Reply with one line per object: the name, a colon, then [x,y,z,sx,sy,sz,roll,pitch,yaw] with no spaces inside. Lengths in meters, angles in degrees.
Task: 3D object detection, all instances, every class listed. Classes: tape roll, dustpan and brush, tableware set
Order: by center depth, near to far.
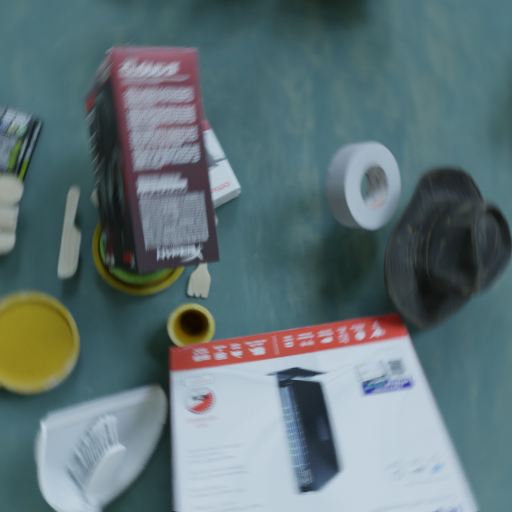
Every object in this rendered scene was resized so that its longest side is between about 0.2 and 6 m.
tape roll: [1.583,-1.022,8.243,1.235,0.408,1.235,-5,98,-38]
dustpan and brush: [-2.460,3.422,8.446,0.833,2.033,2.912,45,122,31]
tableware set: [-2.999,0.528,8.515,4.808,0.738,3.239,8,88,-7]

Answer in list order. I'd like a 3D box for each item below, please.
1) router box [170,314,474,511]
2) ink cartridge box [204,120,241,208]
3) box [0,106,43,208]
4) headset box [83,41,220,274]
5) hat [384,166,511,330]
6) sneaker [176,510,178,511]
router box: [0.696,2.524,7.653,3.529,0.862,3.167,-8,48,-4]
ink cartridge box: [-0.972,-1.401,8.924,0.984,0.565,1.355,-27,88,-1]
box: [-4.654,-1.620,9.005,1.903,0.452,1.838,17,90,0]
headset box: [-1.460,-1.266,7.355,1.099,2.118,2.846,-9,95,-25]
hat: [3.054,-0.056,8.156,2.518,1.016,2.518,-7,101,-36]
sneaker: [-0.740,4.331,8.636,1.906,0.797,1.151,-36,79,-2]
